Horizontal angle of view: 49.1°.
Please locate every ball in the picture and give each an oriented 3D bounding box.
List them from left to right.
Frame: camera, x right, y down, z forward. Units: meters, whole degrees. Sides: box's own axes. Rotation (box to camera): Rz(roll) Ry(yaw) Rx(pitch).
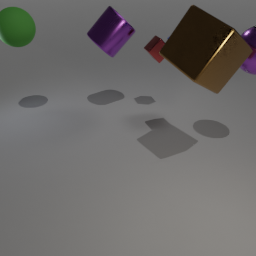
[{"bbox_3d":[-4.129,-3.700,10.298,1.400,1.400,1.400,0,29,0],"label":"ball"},{"bbox_3d":[3.802,-2.241,8.085,1.400,1.400,1.400,0,29,0],"label":"ball"}]

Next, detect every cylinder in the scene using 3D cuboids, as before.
[{"bbox_3d":[-0.660,-3.771,11.052,1.400,1.400,1.400,41,14,-12],"label":"cylinder"}]

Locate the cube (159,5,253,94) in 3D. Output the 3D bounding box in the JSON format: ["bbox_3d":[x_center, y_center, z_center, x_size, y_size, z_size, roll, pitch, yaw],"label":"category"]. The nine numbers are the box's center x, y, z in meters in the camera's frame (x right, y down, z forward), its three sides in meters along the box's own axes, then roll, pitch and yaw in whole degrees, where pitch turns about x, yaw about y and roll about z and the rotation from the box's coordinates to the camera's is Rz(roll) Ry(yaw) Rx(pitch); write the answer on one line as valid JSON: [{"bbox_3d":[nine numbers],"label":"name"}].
[{"bbox_3d":[1.955,-1.929,7.067,1.400,1.400,1.400,10,32,-50],"label":"cube"}]

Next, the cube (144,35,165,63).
[{"bbox_3d":[1.186,-3.170,11.269,0.700,0.700,0.700,-45,30,11],"label":"cube"}]

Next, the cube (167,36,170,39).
[{"bbox_3d":[1.706,-2.462,8.418,0.700,0.700,0.700,-29,63,11],"label":"cube"}]
